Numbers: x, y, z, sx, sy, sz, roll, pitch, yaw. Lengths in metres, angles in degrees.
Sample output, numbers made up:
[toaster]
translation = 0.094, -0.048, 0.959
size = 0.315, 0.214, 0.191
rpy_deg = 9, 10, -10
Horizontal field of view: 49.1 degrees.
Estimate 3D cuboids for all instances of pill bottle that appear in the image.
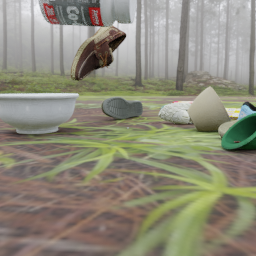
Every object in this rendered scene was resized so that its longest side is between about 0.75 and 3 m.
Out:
[pill bottle]
translation = -1.201, -4.026, 8.792
size = 2.788, 1.588, 1.588
rpy_deg = 6, 9, 8

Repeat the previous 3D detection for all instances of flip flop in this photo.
[flip flop]
translation = 3.060, -0.269, 6.212
size = 2.143, 0.617, 0.869
rpy_deg = -14, 20, 26

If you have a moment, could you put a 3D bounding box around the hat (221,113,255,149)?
[hat]
translation = 2.652, 0.354, 5.634
size = 1.196, 1.053, 0.991
rpy_deg = -44, 11, -10

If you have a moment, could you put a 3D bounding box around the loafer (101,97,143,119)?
[loafer]
translation = -0.324, -0.764, 11.534
size = 0.834, 0.901, 2.395
rpy_deg = -3, -3, 37

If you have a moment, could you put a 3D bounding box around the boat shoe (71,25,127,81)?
[boat shoe]
translation = -0.999, -2.743, 10.321
size = 1.062, 1.065, 2.952
rpy_deg = 26, 57, 10

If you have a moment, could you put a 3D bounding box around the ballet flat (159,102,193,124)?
[ballet flat]
translation = 2.169, -0.451, 9.580
size = 2.176, 0.781, 0.781
rpy_deg = -2, 8, -10

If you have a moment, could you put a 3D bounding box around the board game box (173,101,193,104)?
[board game box]
translation = 3.515, -1.085, 14.498
size = 2.305, 0.534, 1.746
rpy_deg = 2, 8, 11

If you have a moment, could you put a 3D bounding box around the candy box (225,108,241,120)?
[candy box]
translation = 4.418, -0.553, 11.163
size = 1.281, 0.169, 0.655
rpy_deg = 7, 39, 38

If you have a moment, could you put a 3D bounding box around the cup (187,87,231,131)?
[cup]
translation = 2.223, -0.411, 7.957
size = 0.899, 1.257, 1.257
rpy_deg = -29, 3, 10

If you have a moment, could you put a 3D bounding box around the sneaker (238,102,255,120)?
[sneaker]
translation = 3.720, -0.243, 6.664
size = 2.268, 1.020, 0.889
rpy_deg = 6, 10, 38

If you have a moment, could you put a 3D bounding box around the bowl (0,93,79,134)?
[bowl]
translation = -2.570, -0.433, 7.878
size = 2.376, 1.068, 2.376
rpy_deg = 1, 8, 0
